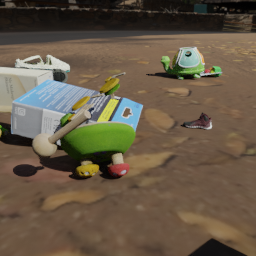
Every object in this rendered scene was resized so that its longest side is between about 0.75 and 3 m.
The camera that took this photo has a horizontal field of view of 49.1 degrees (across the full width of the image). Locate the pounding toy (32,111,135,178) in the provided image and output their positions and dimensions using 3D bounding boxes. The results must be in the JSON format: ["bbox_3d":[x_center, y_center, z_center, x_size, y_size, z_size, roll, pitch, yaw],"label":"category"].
[{"bbox_3d":[-0.635,0.503,5.199,1.469,0.883,1.903,-21,-21,28],"label":"pounding toy"}]

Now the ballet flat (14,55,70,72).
[{"bbox_3d":[-4.176,-3.128,13.911,2.892,1.038,1.038,-16,28,-35],"label":"ballet flat"}]

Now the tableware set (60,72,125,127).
[{"bbox_3d":[-0.673,-0.519,5.438,0.991,0.226,1.471,-3,40,53],"label":"tableware set"}]

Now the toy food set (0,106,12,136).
[{"bbox_3d":[-3.948,0.226,6.627,1.922,0.559,2.784,5,28,30],"label":"toy food set"}]

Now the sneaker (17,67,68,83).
[{"bbox_3d":[-3.793,-2.018,11.564,2.479,0.935,0.982,-4,12,-33],"label":"sneaker"}]

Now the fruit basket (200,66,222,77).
[{"bbox_3d":[4.002,-2.687,13.648,1.002,0.470,0.928,-12,21,11],"label":"fruit basket"}]

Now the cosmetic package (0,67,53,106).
[{"bbox_3d":[-3.642,-1.282,9.159,2.357,1.220,0.862,7,25,18],"label":"cosmetic package"}]

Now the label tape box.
[{"bbox_3d":[-1.131,-0.285,7.011,2.763,0.913,1.979,15,25,2],"label":"label tape box"}]

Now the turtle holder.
[{"bbox_3d":[2.654,-3.099,13.253,1.871,1.328,1.421,9,27,34],"label":"turtle holder"}]

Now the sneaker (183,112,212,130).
[{"bbox_3d":[1.906,-0.226,7.630,0.763,0.441,0.289,6,23,13],"label":"sneaker"}]
